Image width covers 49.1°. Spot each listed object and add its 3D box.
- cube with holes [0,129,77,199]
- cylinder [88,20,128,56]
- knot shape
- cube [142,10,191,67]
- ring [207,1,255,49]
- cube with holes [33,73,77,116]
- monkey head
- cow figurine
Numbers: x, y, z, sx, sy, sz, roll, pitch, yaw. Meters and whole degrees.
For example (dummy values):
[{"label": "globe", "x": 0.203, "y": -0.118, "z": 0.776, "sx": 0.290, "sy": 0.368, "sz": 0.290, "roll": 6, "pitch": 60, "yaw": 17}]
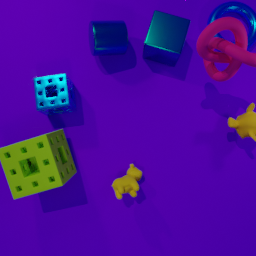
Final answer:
[{"label": "cube with holes", "x": -2.451, "y": 0.940, "z": 7.804, "sx": 1.375, "sy": 1.375, "sz": 1.375, "roll": -17, "pitch": 94, "yaw": 6}, {"label": "cylinder", "x": -0.617, "y": -2.735, "z": 8.532, "sx": 1.021, "sy": 1.021, "sz": 1.021, "roll": -7, "pitch": 82, "yaw": -15}, {"label": "knot shape", "x": 2.422, "y": -1.948, "z": 6.945, "sx": 1.687, "sy": 1.803, "sz": 0.833, "roll": 40, "pitch": 69, "yaw": -37}, {"label": "cube", "x": 1.148, "y": -2.720, "z": 8.645, "sx": 1.120, "sy": 1.120, "sz": 1.120, "roll": 17, "pitch": 83, "yaw": 2}, {"label": "ring", "x": 3.426, "y": -3.281, "z": 9.093, "sx": 1.729, "sy": 0.346, "sz": 1.729, "roll": 0, "pitch": 84, "yaw": 0}, {"label": "cube with holes", "x": -2.181, "y": -0.976, "z": 8.481, "sx": 0.962, "sy": 0.962, "sz": 0.962, "roll": -8, "pitch": 83, "yaw": 1}, {"label": "monkey head", "x": 3.386, "y": -0.131, "z": 8.069, "sx": 0.870, "sy": 0.729, "sz": 1.209, "roll": 16, "pitch": 66, "yaw": -31}, {"label": "cow figurine", "x": -0.027, "y": 1.523, "z": 8.130, "sx": 1.017, "sy": 0.558, "sz": 1.001, "roll": -3, "pitch": 41, "yaw": -23}]
